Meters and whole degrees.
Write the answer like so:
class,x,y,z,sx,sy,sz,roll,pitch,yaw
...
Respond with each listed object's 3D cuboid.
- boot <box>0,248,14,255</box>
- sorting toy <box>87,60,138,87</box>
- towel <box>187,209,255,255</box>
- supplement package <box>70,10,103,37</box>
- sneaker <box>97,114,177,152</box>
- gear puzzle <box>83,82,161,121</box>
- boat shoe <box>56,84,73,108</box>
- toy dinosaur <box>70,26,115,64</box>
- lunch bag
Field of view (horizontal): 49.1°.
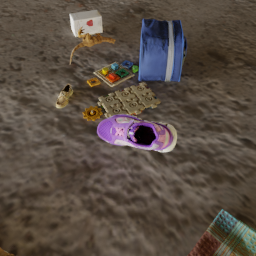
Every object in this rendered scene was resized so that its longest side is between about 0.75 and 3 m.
class,x,y,z,sx,sy,sz,roll,pitch,yaw
boot,-3.650,2.950,6.017,1.976,0.653,1.730,24,37,21
sorting toy,-0.578,-2.262,11.366,2.305,0.314,1.298,-33,54,-28
towel,2.768,3.297,5.864,2.957,0.321,2.169,33,53,28
supplement package,-2.061,-5.200,13.893,1.422,0.862,0.852,-15,47,-14
sneaker,0.098,0.118,7.757,2.377,0.956,1.051,8,4,26
gear puzzle,-0.273,-0.749,9.902,2.711,0.355,1.404,-21,51,-16
boat shoe,-2.358,-1.181,10.253,0.411,0.372,1.154,7,46,7
toy dinosaur,-1.818,-3.925,12.695,2.631,0.795,1.397,-27,52,-24
lunch bag,1.409,-3.117,11.110,1.833,1.882,2.771,4,44,3
